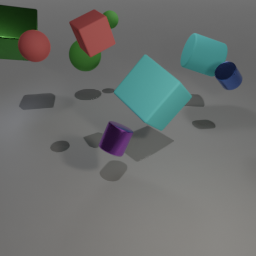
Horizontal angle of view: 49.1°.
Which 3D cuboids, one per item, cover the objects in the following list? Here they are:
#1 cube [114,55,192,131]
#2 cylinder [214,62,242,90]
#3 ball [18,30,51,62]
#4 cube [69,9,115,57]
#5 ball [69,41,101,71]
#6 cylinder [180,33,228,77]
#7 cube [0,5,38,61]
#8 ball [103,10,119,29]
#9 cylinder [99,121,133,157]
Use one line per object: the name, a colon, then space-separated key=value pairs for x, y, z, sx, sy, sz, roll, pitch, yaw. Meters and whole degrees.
cube: x=0.741 y=-0.968 z=8.105 sx=1.400 sy=1.400 sz=1.400 roll=45 pitch=11 yaw=25
cylinder: x=3.304 y=-1.705 z=9.203 sx=0.700 sy=0.700 sz=0.700 roll=32 pitch=0 yaw=44
ball: x=-2.111 y=-1.849 z=6.330 sx=0.700 sy=0.700 sz=0.700 roll=0 pitch=29 yaw=0
cube: x=-0.824 y=-2.205 z=6.502 sx=0.700 sy=0.700 sz=0.700 roll=-31 pitch=44 yaw=-10
ball: x=-1.873 y=-3.186 z=12.250 sx=1.400 sy=1.400 sz=1.400 roll=0 pitch=29 yaw=0
cylinder: x=3.072 y=-2.968 z=11.450 sx=1.400 sy=1.400 sz=1.400 roll=15 pitch=27 yaw=-10
cube: x=-4.109 y=-3.487 z=10.440 sx=1.400 sy=1.400 sz=1.400 roll=-1 pitch=72 yaw=-19
ball: x=-0.733 y=-4.371 z=11.309 sx=0.700 sy=0.700 sz=0.700 roll=0 pitch=29 yaw=0
cylinder: x=-0.311 y=0.274 z=7.227 sx=0.700 sy=0.700 sz=0.700 roll=24 pitch=10 yaw=-4
